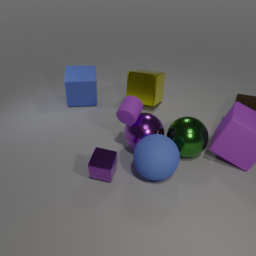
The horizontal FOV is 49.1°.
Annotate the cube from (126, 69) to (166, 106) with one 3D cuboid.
[{"bbox_3d":[0.828,-1.911,13.036,1.400,1.400,1.400,11,19,20],"label":"cube"}]

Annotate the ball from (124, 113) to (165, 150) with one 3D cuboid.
[{"bbox_3d":[0.569,0.165,9.744,1.400,1.400,1.400,0,30,0],"label":"ball"}]

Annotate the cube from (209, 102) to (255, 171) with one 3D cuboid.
[{"bbox_3d":[3.724,0.252,9.194,1.400,1.400,1.400,31,37,7],"label":"cube"}]

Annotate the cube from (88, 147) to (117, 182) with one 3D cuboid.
[{"bbox_3d":[-0.751,1.106,8.481,0.700,0.700,0.700,12,51,9],"label":"cube"}]

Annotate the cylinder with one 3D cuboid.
[{"bbox_3d":[0.059,-0.579,9.202,0.700,0.700,0.700,13,52,21],"label":"cylinder"}]

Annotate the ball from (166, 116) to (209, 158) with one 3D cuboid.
[{"bbox_3d":[2.013,0.302,9.512,1.400,1.400,1.400,0,30,0],"label":"ball"}]

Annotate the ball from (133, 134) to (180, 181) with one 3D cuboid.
[{"bbox_3d":[0.859,0.887,8.498,1.400,1.400,1.400,0,30,0],"label":"ball"}]

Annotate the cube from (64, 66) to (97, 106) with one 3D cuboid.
[{"bbox_3d":[-2.195,-1.993,13.219,1.400,1.400,1.400,-2,42,-7],"label":"cube"}]

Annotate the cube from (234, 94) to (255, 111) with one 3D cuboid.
[{"bbox_3d":[4.651,-0.320,10.597,1.400,1.400,1.400,12,32,21],"label":"cube"}]
